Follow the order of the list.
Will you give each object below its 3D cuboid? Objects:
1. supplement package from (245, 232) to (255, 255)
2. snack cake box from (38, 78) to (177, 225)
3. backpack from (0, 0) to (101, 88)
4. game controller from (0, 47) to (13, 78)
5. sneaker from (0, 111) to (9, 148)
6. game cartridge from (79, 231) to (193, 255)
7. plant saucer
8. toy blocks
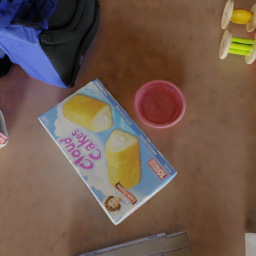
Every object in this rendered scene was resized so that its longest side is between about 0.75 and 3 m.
[{"bbox_3d":[3.401,3.311,4.821,1.986,2.001,2.637,6,71,2],"label":"supplement package"},{"bbox_3d":[-0.498,0.498,6.362,1.647,0.962,2.863,-36,75,-13],"label":"snack cake box"},{"bbox_3d":[-1.966,-2.743,6.902,2.176,2.107,2.593,21,73,10],"label":"backpack"},{"bbox_3d":[-3.518,-2.492,7.520,1.222,0.493,2.342,22,68,-27],"label":"game controller"},{"bbox_3d":[-3.557,0.557,6.339,1.322,0.952,2.530,1,67,6],"label":"sneaker"},{"bbox_3d":[0.087,3.291,5.668,2.789,0.535,1.808,-13,67,-4],"label":"game cartridge"},{"bbox_3d":[0.779,-0.587,7.081,1.306,0.331,1.306,0,71,-1],"label":"plant saucer"},{"bbox_3d":[3.663,-2.510,7.512,2.155,0.783,1.796,9,70,3],"label":"toy blocks"}]
